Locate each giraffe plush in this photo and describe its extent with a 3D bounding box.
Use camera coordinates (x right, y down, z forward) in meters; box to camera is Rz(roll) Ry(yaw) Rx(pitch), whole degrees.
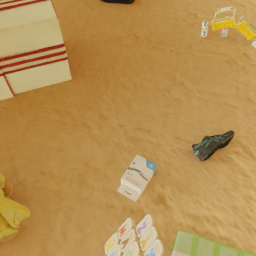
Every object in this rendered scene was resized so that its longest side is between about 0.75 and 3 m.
[{"bbox_3d":[-3.045,1.481,6.101,1.501,1.740,1.411,-22,29,-11],"label":"giraffe plush"}]

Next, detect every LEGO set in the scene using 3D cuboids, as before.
[{"bbox_3d":[3.746,-3.615,9.749,2.255,1.037,0.839,14,61,10],"label":"LEGO set"}]

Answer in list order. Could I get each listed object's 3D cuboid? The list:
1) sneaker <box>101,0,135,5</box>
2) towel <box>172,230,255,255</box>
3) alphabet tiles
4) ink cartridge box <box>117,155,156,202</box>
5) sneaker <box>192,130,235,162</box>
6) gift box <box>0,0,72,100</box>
[{"bbox_3d":[-0.487,-5.502,11.439,1.745,0.610,0.785,13,45,6],"label":"sneaker"},{"bbox_3d":[1.523,3.288,5.231,1.778,0.366,2.383,16,53,10],"label":"towel"},{"bbox_3d":[-0.059,2.475,5.133,1.739,0.130,1.778,-50,19,9],"label":"alphabet tiles"},{"bbox_3d":[0.213,1.206,6.792,0.567,0.332,0.978,26,59,17],"label":"ink cartridge box"},{"bbox_3d":[2.243,0.348,7.314,1.279,0.482,0.507,-29,58,-20],"label":"sneaker"},{"bbox_3d":[-3.407,-2.808,8.164,2.671,2.860,2.640,-18,52,-11],"label":"gift box"}]
